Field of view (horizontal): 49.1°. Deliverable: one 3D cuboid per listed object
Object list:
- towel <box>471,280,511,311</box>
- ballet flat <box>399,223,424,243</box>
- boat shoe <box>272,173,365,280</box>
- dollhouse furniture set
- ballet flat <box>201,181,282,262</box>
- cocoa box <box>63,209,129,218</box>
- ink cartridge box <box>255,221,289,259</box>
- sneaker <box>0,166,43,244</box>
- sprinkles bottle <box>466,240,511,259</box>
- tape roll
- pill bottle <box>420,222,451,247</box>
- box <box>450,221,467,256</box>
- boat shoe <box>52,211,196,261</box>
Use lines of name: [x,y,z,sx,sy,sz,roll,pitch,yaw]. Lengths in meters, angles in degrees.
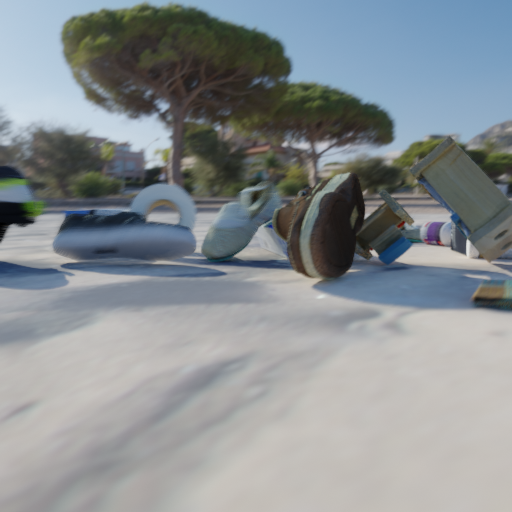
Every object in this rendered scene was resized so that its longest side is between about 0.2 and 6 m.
towel: [3.278,0.443,5.832,1.829,0.198,1.341,1,5,27]
ballet flat: [3.657,-0.673,14.711,2.116,0.674,0.713,-1,6,-12]
boat shoe: [0.853,-0.414,8.608,1.231,1.229,3.328,-9,13,21]
dollhouse furniture set: [3.053,-0.408,9.684,2.398,1.690,1.680,-41,-29,17]
ballet flat: [-0.323,-0.784,10.929,0.916,0.847,2.716,3,25,25]
cocoa box: [-3.255,-0.503,11.543,0.922,0.937,1.405,0,6,4]
ink cartridge box: [0.909,-0.595,11.611,1.413,0.664,3.005,-24,10,-7]
sneaker: [-5.397,-0.421,10.102,3.261,1.350,1.169,-25,7,11]
sprinkles bottle: [4.703,-0.161,10.580,1.341,0.458,0.458,2,6,14]
tape roll: [-1.999,-0.822,12.061,1.413,1.413,0.494,-1,-8,-9]
pill bottle: [4.582,-0.533,13.658,0.599,0.599,1.074,-2,5,-24]
box: [4.957,-0.435,11.553,1.540,0.802,1.403,0,7,6]
boat shoe: [-2.287,-0.411,9.683,2.639,0.747,0.906,-1,-25,14]
